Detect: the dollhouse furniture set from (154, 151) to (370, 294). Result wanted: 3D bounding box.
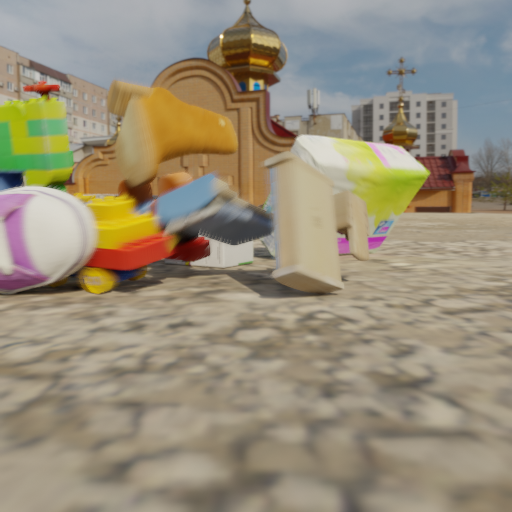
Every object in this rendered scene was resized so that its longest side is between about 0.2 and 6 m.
[{"bbox_3d":[0.046,-0.053,6.290,1.898,1.239,1.792,-16,-24,35],"label":"dollhouse furniture set"}]

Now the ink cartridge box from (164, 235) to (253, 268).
[{"bbox_3d":[-0.734,-0.110,8.587,1.140,0.479,0.826,3,7,32],"label":"ink cartridge box"}]

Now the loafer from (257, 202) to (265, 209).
[{"bbox_3d":[0.377,-1.284,18.096,2.773,0.984,1.013,2,6,17],"label":"loafer"}]

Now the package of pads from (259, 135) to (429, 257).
[{"bbox_3d":[1.456,-0.961,9.404,2.581,1.994,0.880,-3,45,-34],"label":"package of pads"}]

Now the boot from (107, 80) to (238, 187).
[{"bbox_3d":[-1.095,-1.775,8.343,1.909,0.939,2.667,9,35,-29],"label":"boot"}]

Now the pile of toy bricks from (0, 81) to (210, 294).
[{"bbox_3d":[-2.793,-1.032,7.167,4.602,2.272,2.553,5,16,30],"label":"pile of toy bricks"}]

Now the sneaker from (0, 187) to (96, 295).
[{"bbox_3d":[-3.086,0.036,5.210,2.910,1.055,1.659,-7,10,12],"label":"sneaker"}]

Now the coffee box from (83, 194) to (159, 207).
[{"bbox_3d":[-2.166,-0.595,10.466,1.936,1.094,0.773,-4,7,-40],"label":"coffee box"}]
